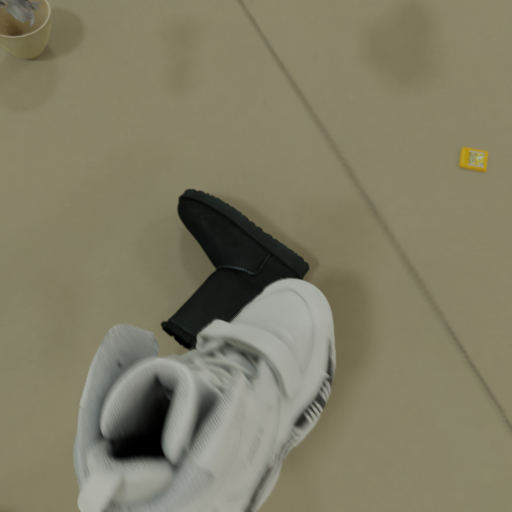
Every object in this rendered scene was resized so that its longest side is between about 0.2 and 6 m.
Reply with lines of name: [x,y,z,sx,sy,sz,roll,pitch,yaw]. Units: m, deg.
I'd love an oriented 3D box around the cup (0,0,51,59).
cup: [-4.065,-3.911,9.696,1.128,0.806,1.128,3,66,-6]

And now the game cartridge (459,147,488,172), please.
game cartridge: [3.604,-1.602,9.283,0.436,0.071,0.384,12,70,3]

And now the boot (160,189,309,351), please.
boot: [-0.613,0.384,8.136,2.436,0.901,1.996,34,72,6]

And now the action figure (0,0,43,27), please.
action figure: [-2.835,-3.404,6.308,0.550,1.032,1.587,-14,103,6]

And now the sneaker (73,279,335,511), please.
sneaker: [-0.241,1.137,5.066,1.359,2.079,3.617,18,50,22]
